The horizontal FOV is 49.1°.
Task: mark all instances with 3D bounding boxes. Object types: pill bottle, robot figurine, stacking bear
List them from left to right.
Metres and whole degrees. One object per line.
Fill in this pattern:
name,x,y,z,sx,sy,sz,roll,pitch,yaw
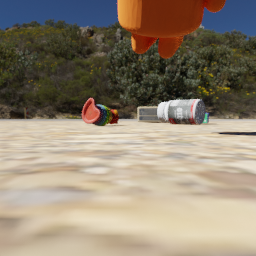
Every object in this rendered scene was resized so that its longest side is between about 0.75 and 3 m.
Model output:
stacking bear,-0.977,-0.501,11.253,0.899,0.960,1.581,-44,-30,27
robot figurine,0.608,-2.810,5.050,1.707,2.927,2.105,-18,42,-23
pill bottle,2.453,-0.731,13.015,2.002,1.140,1.140,2,3,39

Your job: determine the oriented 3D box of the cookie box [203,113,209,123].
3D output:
cookie box,3.609,-0.538,15.292,1.516,0.570,1.297,1,2,19

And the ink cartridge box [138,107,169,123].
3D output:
ink cartridge box,2.116,-0.843,17.621,2.192,0.999,2.661,2,3,28
